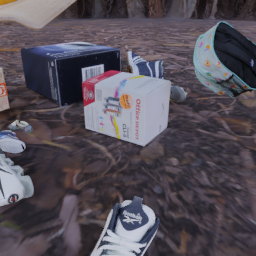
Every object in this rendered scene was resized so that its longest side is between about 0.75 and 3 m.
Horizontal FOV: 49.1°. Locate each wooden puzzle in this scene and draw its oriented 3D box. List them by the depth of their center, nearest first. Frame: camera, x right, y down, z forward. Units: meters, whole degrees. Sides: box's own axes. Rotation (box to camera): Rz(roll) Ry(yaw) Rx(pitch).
[{"bbox_3d":[-2.050,-2.115,4.225,2.402,0.556,2.225,6,40,11],"label":"wooden puzzle"}]

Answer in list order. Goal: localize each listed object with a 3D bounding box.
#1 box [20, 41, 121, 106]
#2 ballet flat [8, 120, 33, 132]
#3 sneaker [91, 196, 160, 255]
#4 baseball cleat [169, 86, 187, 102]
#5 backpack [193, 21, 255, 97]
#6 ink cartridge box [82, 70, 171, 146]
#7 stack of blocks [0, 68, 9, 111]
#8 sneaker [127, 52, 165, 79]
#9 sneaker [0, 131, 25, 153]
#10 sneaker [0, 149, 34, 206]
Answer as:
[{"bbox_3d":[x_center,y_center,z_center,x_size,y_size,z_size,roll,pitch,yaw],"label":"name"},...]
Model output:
[{"bbox_3d":[-2.310,-2.388,11.375,2.927,1.804,2.903,-22,32,-38],"label":"box"},{"bbox_3d":[-3.220,-0.086,8.336,0.856,0.308,0.308,9,27,19],"label":"ballet flat"},{"bbox_3d":[-0.098,1.477,3.518,0.712,1.161,1.784,19,8,17],"label":"sneaker"},{"bbox_3d":[1.312,-1.261,10.518,0.990,0.648,1.860,-20,22,-24],"label":"baseball cleat"},{"bbox_3d":[2.206,-1.580,6.463,1.174,1.532,1.347,-13,51,53],"label":"backpack"},{"bbox_3d":[-0.021,-0.651,8.081,2.073,1.506,1.499,15,30,28],"label":"ink cartridge box"},{"bbox_3d":[-5.128,-1.269,9.137,2.976,1.714,0.872,19,32,34],"label":"stack of blocks"},{"bbox_3d":[0.797,-2.892,13.214,1.589,1.027,2.929,-7,33,-3],"label":"sneaker"},{"bbox_3d":[-3.071,0.291,7.396,1.050,0.423,0.769,-1,30,11],"label":"sneaker"},{"bbox_3d":[-2.903,0.917,5.702,2.110,0.782,0.934,21,30,37],"label":"sneaker"}]
